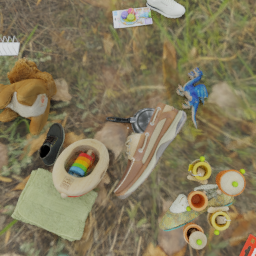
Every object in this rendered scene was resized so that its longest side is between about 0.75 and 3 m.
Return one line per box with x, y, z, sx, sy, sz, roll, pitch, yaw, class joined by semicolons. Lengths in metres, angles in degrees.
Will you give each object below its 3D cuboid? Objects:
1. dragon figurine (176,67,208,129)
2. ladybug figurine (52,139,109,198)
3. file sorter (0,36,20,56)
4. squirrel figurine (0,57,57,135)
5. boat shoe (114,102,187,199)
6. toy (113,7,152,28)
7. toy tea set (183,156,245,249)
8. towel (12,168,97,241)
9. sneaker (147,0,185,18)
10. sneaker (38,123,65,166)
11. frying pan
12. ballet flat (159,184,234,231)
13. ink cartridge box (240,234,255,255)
2.757;-1.303;11.247;1.241;0.734;2.495;-16;67;-6;dragon figurine
-1.629;1.444;9.731;1.709;0.906;2.518;23;46;11;ladybug figurine
-5.362;-3.625;12.277;0.956;0.595;0.663;-1;67;0;file sorter
-4.317;-1.412;10.961;2.537;1.924;2.718;11;53;16;squirrel figurine
0.386;0.503;6.800;0.926;0.977;2.581;35;80;6;boat shoe
0.199;-5.258;13.038;1.782;0.421;1.026;-5;67;-2;toy
2.137;1.952;7.119;1.384;0.862;2.328;10;87;1;toy tea set
-2.530;2.624;9.789;2.594;0.473;1.925;18;68;8;towel
1.765;-5.785;13.072;1.908;0.768;0.729;21;67;7;sneaker
-2.817;0.480;10.422;0.639;0.907;1.708;4;68;2;sneaker
0.454;-0.409;11.124;2.323;0.378;1.405;29;70;8;frying pan
1.846;2.107;7.877;2.291;0.810;0.810;-20;69;-6;ballet flat
4.487;4.413;9.125;1.492;0.426;1.213;33;72;8;ink cartridge box
